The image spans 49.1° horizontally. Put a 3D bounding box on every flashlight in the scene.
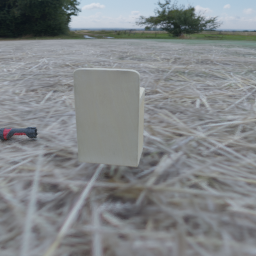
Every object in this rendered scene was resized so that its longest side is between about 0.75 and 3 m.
[{"bbox_3d":[-2.993,0.164,7.643,0.998,0.338,0.339,2,65,-1],"label":"flashlight"}]

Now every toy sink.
[{"bbox_3d":[-0.315,-0.322,5.687,1.237,1.898,1.063,3,22,9],"label":"toy sink"}]
